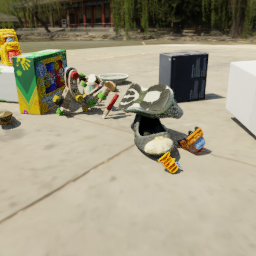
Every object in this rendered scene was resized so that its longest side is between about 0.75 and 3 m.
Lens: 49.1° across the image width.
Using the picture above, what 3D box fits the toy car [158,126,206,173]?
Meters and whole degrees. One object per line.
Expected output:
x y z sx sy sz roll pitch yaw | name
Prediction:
1.238 0.596 6.454 1.651 0.810 0.549 -37 84 -33 | toy car

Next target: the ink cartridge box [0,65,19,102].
-4.404 -2.047 11.931 2.140 1.235 2.929 5 21 13 | ink cartridge box

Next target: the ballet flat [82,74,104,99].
-1.471 -1.910 12.106 0.933 0.863 2.768 -2 21 -5 | ballet flat

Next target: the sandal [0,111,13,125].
-3.893 -0.313 8.691 0.587 0.395 1.462 -3 6 -22 | sandal

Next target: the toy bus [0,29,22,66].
-4.765 -3.193 11.360 0.943 1.389 1.333 -16 33 -31 | toy bus

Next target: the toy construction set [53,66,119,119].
-1.494 -0.906 9.407 2.057 1.580 1.715 32 4 26 | toy construction set

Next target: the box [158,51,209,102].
2.145 -2.033 11.035 1.680 1.845 0.961 -9 23 -21 | box

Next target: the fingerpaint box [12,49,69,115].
-3.011 -1.747 10.171 0.853 1.940 2.325 5 22 14 | fingerpaint box

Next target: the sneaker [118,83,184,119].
0.568 -0.557 7.576 1.061 0.921 2.396 37 -9 -29 | sneaker

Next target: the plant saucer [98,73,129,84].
-0.734 -2.493 14.292 1.552 0.390 1.552 1 21 0 | plant saucer

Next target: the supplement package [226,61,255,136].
3.942 -0.830 7.619 1.540 1.559 2.572 -5 26 -3 | supplement package

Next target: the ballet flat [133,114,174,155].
0.547 -0.014 7.275 0.892 0.762 2.684 -3 21 -7 | ballet flat

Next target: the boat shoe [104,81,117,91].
-0.713 -1.956 12.881 0.427 0.428 1.186 -10 17 -22 | boat shoe
